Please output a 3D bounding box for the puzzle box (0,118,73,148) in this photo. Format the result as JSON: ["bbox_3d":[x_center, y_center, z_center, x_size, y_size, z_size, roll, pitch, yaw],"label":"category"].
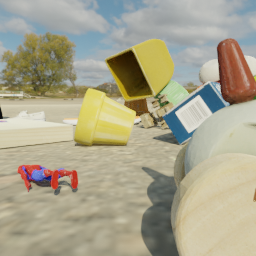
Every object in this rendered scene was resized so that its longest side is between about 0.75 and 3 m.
[{"bbox_3d":[-2.859,0.061,6.523,1.920,0.367,2.887,-6,8,-43],"label":"puzzle box"}]

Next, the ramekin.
[{"bbox_3d":[1.780,-1.065,10.806,0.794,1.625,1.625,-43,13,-6],"label":"ramekin"}]

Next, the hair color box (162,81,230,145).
[{"bbox_3d":[1.860,-0.377,6.376,1.211,0.733,2.421,-38,-14,28],"label":"hair color box"}]

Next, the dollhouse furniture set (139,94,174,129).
[{"bbox_3d":[1.020,-0.428,8.749,1.067,0.935,0.709,-27,-7,28],"label":"dollhouse furniture set"}]

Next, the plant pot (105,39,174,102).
[{"bbox_3d":[0.653,-2.309,10.547,1.895,1.853,1.841,-37,19,-31],"label":"plant pot"}]

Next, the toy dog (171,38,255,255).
[{"bbox_3d":[1.442,0.100,1.709,2.652,1.277,1.749,-2,6,-15],"label":"toy dog"}]

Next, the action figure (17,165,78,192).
[{"bbox_3d":[-0.906,0.504,2.910,0.330,0.261,1.010,2,-2,-41],"label":"action figure"}]

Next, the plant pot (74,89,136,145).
[{"bbox_3d":[-0.430,-0.124,5.547,1.023,1.088,1.088,15,5,-6],"label":"plant pot"}]

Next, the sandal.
[{"bbox_3d":[-0.891,-0.523,10.008,2.836,0.813,1.086,-1,6,-9],"label":"sandal"}]

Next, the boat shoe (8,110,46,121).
[{"bbox_3d":[-3.619,-0.395,9.877,1.355,0.473,0.481,-5,7,-13],"label":"boat shoe"}]

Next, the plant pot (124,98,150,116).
[{"bbox_3d":[0.342,-0.995,12.590,1.333,1.221,1.333,0,6,0],"label":"plant pot"}]

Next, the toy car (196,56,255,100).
[{"bbox_3d":[3.792,-1.141,10.650,2.217,2.587,2.957,-42,28,-25],"label":"toy car"}]

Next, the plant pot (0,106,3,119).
[{"bbox_3d":[-6.091,-1.401,9.505,2.923,2.600,2.931,-3,6,-16],"label":"plant pot"}]

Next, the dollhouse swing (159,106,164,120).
[{"bbox_3d":[2.180,-0.784,12.198,1.154,1.049,1.015,-4,-14,-36],"label":"dollhouse swing"}]
